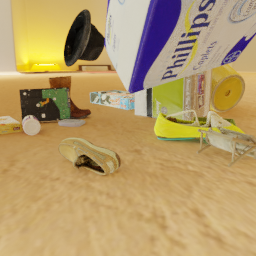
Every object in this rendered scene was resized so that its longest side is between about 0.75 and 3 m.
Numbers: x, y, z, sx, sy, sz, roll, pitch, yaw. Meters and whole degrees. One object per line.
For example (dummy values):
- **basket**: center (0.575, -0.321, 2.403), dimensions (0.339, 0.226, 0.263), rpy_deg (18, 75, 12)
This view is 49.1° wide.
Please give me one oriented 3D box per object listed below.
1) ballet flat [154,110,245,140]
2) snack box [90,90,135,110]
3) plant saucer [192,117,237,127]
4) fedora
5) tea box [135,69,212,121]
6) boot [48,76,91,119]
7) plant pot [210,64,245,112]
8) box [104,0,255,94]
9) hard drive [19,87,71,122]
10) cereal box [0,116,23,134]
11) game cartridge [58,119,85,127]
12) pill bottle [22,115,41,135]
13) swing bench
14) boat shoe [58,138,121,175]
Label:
- **ballet flat**: center (1.901, -0.056, 7.309), dimensions (2.429, 0.814, 0.811), rpy_deg (3, 13, 11)
- **snack box**: center (-0.296, -1.347, 12.984), dimensions (1.656, 0.529, 2.851), rpy_deg (-12, 19, -40)
- **plant saucer**: center (2.529, -0.042, 8.314), dimensions (1.241, 0.297, 1.239), rpy_deg (4, 15, 15)
- **fedora**: center (-1.258, -2.599, 8.511), dimensions (0.879, 1.925, 1.925), rpy_deg (13, 6, -30)
- **tea box**: center (1.637, -1.646, 10.228), dimensions (2.406, 2.445, 1.634), rpy_deg (11, 18, 38)
- **boot**: center (-2.048, -1.101, 9.998), dimensions (1.429, 1.518, 0.520), rpy_deg (-2, 14, -6)
- **plant pot**: center (3.452, -1.874, 11.755), dimensions (2.524, 2.524, 2.374), rpy_deg (-6, 32, -24)
- **box**: center (1.154, -2.208, 5.293), dimensions (2.845, 1.493, 2.616), rpy_deg (-19, -19, -15)
- **hard drive**: center (-2.764, -0.777, 9.451), dimensions (1.609, 1.124, 0.304), rpy_deg (-5, 3, -12)
- **cereal box**: center (-3.921, -0.082, 8.490), dimensions (1.014, 0.279, 1.409), rpy_deg (-11, 18, -36)
- **game cartridge**: center (-1.839, -0.165, 9.137), dimensions (0.767, 0.155, 0.511), rpy_deg (3, 11, 13)
- **pill bottle**: center (-2.851, -0.111, 8.225), dimensions (0.469, 0.469, 0.841), rpy_deg (-6, 16, -22)
- **swing bench**: center (2.195, 0.339, 6.171), dimensions (0.957, 0.621, 0.951), rpy_deg (-9, 16, -32)
- **boat shoe**: center (-0.903, 0.570, 5.549), dimensions (1.513, 0.542, 0.576), rpy_deg (9, 29, 33)
